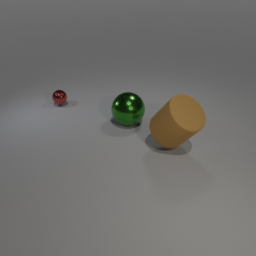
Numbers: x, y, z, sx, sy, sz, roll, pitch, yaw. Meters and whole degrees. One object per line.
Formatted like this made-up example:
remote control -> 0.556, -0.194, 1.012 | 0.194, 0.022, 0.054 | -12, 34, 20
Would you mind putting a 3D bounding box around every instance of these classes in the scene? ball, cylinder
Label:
ball -> -3.250, -1.469, 13.331 | 0.700, 0.700, 0.700 | 0, 30, 0
cylinder -> 1.654, -0.208, 9.509 | 1.400, 1.400, 1.400 | 13, 58, -21
ball -> 0.005, -0.786, 11.598 | 1.400, 1.400, 1.400 | 0, 30, 0
